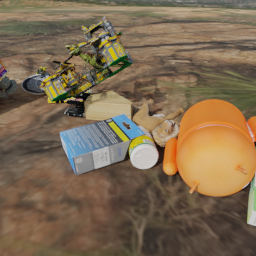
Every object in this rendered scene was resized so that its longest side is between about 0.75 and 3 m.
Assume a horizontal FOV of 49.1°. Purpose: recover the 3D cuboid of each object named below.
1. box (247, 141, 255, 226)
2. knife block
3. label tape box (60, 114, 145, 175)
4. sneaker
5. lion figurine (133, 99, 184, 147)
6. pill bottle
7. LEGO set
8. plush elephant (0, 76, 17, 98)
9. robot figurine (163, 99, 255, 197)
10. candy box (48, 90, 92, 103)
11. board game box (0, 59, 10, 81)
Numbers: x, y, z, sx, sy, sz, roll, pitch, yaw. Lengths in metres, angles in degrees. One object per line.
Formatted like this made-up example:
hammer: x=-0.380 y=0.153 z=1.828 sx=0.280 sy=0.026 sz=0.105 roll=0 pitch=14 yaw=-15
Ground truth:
box: x=3.405 y=0.957 z=5.445 sx=1.863 sy=0.469 sz=2.582 roll=11 pitch=40 yaw=19
knife block: x=-0.983 y=-0.590 z=8.635 sx=1.669 sy=0.608 sz=1.901 roll=-19 pitch=33 yaw=-27
label tape box: x=-0.626 y=0.342 z=6.816 sx=1.758 sy=0.556 sz=1.268 roll=-16 pitch=32 yaw=-18
sneaker: x=-2.813 y=-1.622 z=10.083 sx=1.996 sy=0.753 sz=1.136 roll=-4 pitch=5 yaw=-15
lion figurine: x=0.744 y=-0.124 z=7.787 sx=1.351 sy=0.799 sz=2.206 roll=-33 pitch=26 yaw=-25
pill bottle: x=0.308 y=0.411 z=6.729 sx=0.648 sy=0.648 sz=1.149 roll=-3 pitch=29 yaw=-6
LEGO set: x=-1.298 y=-2.068 z=7.866 sx=2.880 sy=1.669 sz=2.215 roll=-28 pitch=2 yaw=23
plush elephant: x=-4.592 y=-1.493 z=9.685 sx=1.430 sy=1.178 sz=1.107 roll=37 pitch=83 yaw=26
robot figurine: x=1.789 y=0.373 z=5.906 sx=1.900 sy=1.540 sz=2.641 roll=14 pitch=28 yaw=7
candy box: x=-2.054 y=-1.132 z=10.070 sx=1.523 sy=0.201 sz=0.778 roll=-3 pitch=23 yaw=-5
board game box: x=-5.258 y=-1.173 z=8.506 sx=2.032 sy=0.621 sz=2.682 roll=16 pitch=61 yaw=27
